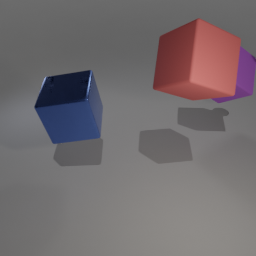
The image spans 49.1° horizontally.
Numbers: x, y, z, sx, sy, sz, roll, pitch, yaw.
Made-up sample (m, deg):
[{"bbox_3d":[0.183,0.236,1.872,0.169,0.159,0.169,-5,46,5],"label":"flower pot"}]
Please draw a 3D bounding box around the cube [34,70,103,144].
[{"bbox_3d":[-1.561,-0.582,7.845,1.400,1.400,1.400,-8,43,6],"label":"cube"}]

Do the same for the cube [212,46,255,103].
[{"bbox_3d":[3.249,-1.843,9.450,1.400,1.400,1.400,23,-19,-28],"label":"cube"}]

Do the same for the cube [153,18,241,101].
[{"bbox_3d":[1.624,-1.527,6.731,1.400,1.400,1.400,10,-5,-30],"label":"cube"}]
